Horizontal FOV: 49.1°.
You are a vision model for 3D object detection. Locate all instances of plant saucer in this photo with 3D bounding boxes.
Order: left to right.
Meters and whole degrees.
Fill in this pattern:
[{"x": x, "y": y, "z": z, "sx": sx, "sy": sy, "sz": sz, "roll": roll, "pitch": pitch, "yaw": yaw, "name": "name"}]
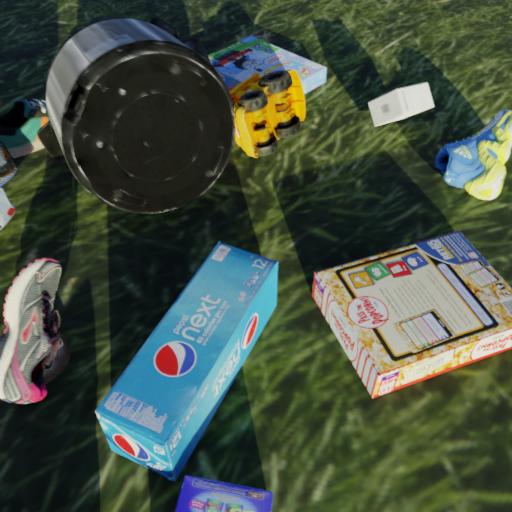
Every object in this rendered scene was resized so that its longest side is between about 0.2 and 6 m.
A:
[{"x": -3.664, "y": 1.606, "z": 9.135, "sx": 1.201, "sy": 0.220, "sz": 1.201, "roll": 1, "pitch": 45, "yaw": -1, "name": "plant saucer"}]

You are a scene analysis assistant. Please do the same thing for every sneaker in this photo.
[{"x": -3.359, "y": 1.132, "z": 8.602, "sx": 0.832, "sy": 0.898, "sz": 2.227, "roll": 8, "pitch": 78, "yaw": 11, "name": "sneaker"}, {"x": -5.030, "y": -3.274, "z": 13.272, "sx": 2.664, "sy": 1.064, "sz": 0.951, "roll": -34, "pitch": 55, "yaw": -28, "name": "sneaker"}, {"x": 4.894, "y": -2.454, "z": 12.493, "sx": 1.484, "sy": 1.070, "sz": 2.824, "roll": 17, "pitch": 49, "yaw": 16, "name": "sneaker"}]

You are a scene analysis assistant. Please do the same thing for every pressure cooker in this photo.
[{"x": -2.418, "y": -2.992, "z": 11.237, "sx": 3.306, "sy": 3.357, "sz": 3.759, "roll": 4, "pitch": 28, "yaw": -31, "name": "pressure cooker"}]

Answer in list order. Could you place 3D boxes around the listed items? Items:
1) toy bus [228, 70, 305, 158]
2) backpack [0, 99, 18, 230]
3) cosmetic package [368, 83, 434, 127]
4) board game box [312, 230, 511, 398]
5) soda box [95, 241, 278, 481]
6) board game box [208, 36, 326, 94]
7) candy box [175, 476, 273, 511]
[{"x": -0.174, "y": -3.490, "z": 13.372, "sx": 2.057, "sy": 1.454, "sz": 2.143, "roll": 19, "pitch": 51, "yaw": 34, "name": "toy bus"}, {"x": -6.471, "y": -1.025, "z": 9.718, "sx": 3.841, "sy": 2.959, "sz": 3.658, "roll": 2, "pitch": 37, "yaw": 27, "name": "backpack"}, {"x": 3.450, "y": -3.614, "z": 13.375, "sx": 1.039, "sy": 0.639, "sz": 1.036, "roll": -19, "pitch": 5, "yaw": -28, "name": "cosmetic package"}, {"x": 2.775, "y": 0.859, "z": 9.513, "sx": 2.989, "sy": 0.692, "sz": 2.264, "roll": -15, "pitch": 48, "yaw": -14, "name": "board game box"}, {"x": -0.869, "y": 1.444, "z": 8.590, "sx": 1.134, "sy": 1.198, "sz": 3.533, "roll": 19, "pitch": 49, "yaw": 18, "name": "soda box"}, {"x": 0.149, "y": -5.076, "z": 15.421, "sx": 2.865, "sy": 0.524, "sz": 2.167, "roll": 34, "pitch": 54, "yaw": 28, "name": "board game box"}, {"x": -0.495, "y": 3.612, "z": 6.938, "sx": 1.209, "sy": 0.551, "sz": 1.430, "roll": 9, "pitch": 45, "yaw": 6, "name": "candy box"}]
